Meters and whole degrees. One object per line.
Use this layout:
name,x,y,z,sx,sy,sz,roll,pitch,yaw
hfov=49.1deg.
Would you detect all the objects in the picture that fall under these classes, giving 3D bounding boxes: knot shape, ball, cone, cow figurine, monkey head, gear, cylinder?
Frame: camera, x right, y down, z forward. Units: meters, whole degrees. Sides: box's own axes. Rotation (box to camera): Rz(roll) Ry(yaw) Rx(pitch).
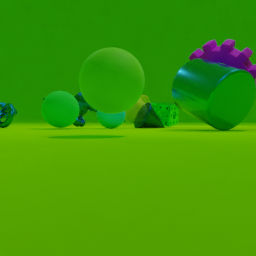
knot shape,-3.833,-0.388,8.527,1.127,0.556,1.204,3,36,36
ball,-1.699,-0.466,7.060,0.930,0.930,0.930,0,1,0
ball,-0.192,-0.560,3.353,0.780,0.780,0.780,0,1,0
cone,0.759,-0.194,8.289,0.849,0.846,0.846,28,-8,-18
cow figurine,-1.675,-0.627,8.046,1.357,1.336,0.745,-45,-5,5
monkey head,0.119,-0.629,9.193,1.659,1.000,1.193,24,-14,-34
gear,2.122,-1.126,6.380,1.705,1.705,0.315,1,32,45
cylinder,1.703,-0.711,5.682,1.193,1.193,1.193,-1,23,-28
ball,-0.448,-0.359,7.417,0.756,0.756,0.756,0,1,0

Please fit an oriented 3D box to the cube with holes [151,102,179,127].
cube with holes,1.286,-0.496,9.764,0.730,0.730,0.730,10,13,32
